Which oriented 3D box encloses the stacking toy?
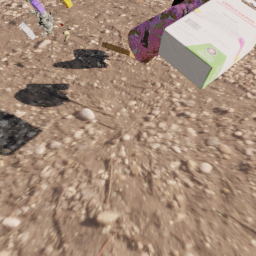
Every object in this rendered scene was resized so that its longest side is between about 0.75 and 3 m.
[{"bbox_3d":[-2.837,-3.720,8.082,1.569,0.489,2.081,-44,77,-5],"label":"stacking toy"}]

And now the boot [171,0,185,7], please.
[{"bbox_3d":[2.034,-4.477,9.857,0.787,2.127,1.743,27,65,-4],"label":"boot"}]

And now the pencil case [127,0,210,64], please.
[{"bbox_3d":[1.239,-2.555,7.293,2.628,1.137,1.088,-12,30,36],"label":"pencil case"}]

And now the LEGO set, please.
[{"bbox_3d":[-2.736,-3.752,10.060,1.583,1.028,0.449,1,1,-34],"label":"LEGO set"}]

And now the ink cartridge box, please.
[{"bbox_3d":[1.622,-1.670,5.075,1.896,0.638,1.110,-37,69,-21],"label":"ink cartridge box"}]

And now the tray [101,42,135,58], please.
[{"bbox_3d":[-0.289,-2.479,8.864,1.022,0.189,0.504,13,15,-25],"label":"tray"}]
